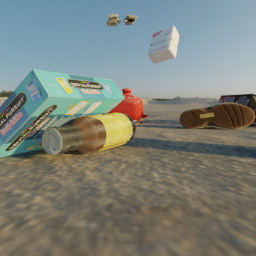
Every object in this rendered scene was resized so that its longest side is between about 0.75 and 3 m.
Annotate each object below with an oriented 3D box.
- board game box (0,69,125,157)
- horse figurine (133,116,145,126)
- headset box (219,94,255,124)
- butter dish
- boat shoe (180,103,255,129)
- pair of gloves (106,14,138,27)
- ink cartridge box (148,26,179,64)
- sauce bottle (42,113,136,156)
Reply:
[{"bbox_3d":[-1.471,-0.287,5.890,1.928,0.599,2.554,-38,-13,24],"label":"board game box"},{"bbox_3d":[0.232,-0.207,11.909,0.792,0.298,1.195,-16,7,24],"label":"horse figurine"},{"bbox_3d":[5.658,-0.860,13.186,1.998,1.008,2.688,14,2,-15],"label":"headset box"},{"bbox_3d":[-0.127,-1.249,14.737,2.279,1.689,2.285,9,11,14],"label":"butter dish"},{"bbox_3d":[3.543,-0.471,11.357,2.839,1.048,1.050,1,-1,11],"label":"boat shoe"},{"bbox_3d":[-0.255,-4.147,10.873,1.154,0.202,0.981,-7,0,-13],"label":"pair of gloves"},{"bbox_3d":[1.812,-4.187,14.174,1.249,1.705,0.706,-10,-39,33],"label":"ink cartridge box"},{"bbox_3d":[-0.723,0.111,6.005,0.818,0.818,2.527,3,6,28],"label":"sauce bottle"}]
